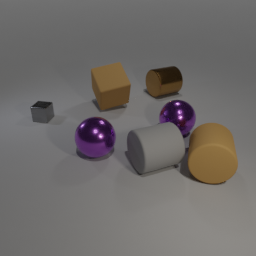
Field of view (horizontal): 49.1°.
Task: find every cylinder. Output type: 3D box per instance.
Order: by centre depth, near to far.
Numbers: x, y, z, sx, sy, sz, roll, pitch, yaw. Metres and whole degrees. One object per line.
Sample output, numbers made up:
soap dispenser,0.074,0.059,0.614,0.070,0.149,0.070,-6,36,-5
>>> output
cylinder,2.584,0.749,8.655,1.400,1.400,1.400,6,29,12
cylinder,0.861,0.620,8.958,1.400,1.400,1.400,-12,31,-20
cylinder,1.843,-2.395,14.390,1.400,1.400,1.400,-15,32,-26

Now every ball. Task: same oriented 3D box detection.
ball,-1.108,0.313,9.533,1.400,1.400,1.400,0,29,0
ball,1.897,-0.385,10.770,1.400,1.400,1.400,0,29,0

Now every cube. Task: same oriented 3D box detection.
cube,-3.678,-0.697,12.079,0.700,0.700,0.700,6,30,11
cube,-0.797,-1.895,12.740,1.400,1.400,1.400,-17,62,-14
